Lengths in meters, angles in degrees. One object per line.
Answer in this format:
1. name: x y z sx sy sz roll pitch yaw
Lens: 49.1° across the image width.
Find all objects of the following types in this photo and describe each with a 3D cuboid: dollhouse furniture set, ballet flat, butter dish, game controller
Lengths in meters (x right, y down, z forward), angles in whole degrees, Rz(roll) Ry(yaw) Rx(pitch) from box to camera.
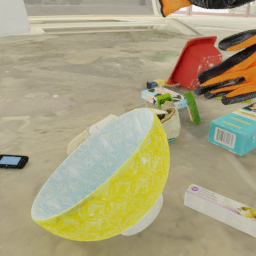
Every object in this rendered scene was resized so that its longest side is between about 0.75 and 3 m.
1. dollhouse furniture set: 0.951 -0.324 8.249 2.143 0.828 1.071 -18 33 6
2. ballet flat: -0.077 -0.004 6.899 2.990 0.932 1.008 -11 29 -21
3. butter dish: 2.870 -2.282 10.818 2.100 2.095 1.553 -20 57 -40
4. game controller: -2.625 0.749 6.248 0.775 0.163 0.404 2 26 6

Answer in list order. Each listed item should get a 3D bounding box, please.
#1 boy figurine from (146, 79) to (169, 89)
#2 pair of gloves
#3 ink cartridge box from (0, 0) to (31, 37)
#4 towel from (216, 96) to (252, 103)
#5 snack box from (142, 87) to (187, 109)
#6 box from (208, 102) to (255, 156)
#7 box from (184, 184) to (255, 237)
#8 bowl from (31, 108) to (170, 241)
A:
1. boy figurine: 1.216 -1.779 11.190 0.992 0.320 0.617 -14 29 -27
2. pair of gloves: 1.832 -1.774 4.443 2.370 2.660 0.329 -21 8 29
3. ink cartridge box: -2.392 -2.624 4.645 0.893 1.550 2.677 -17 38 -15
4. towel: 4.142 -1.612 10.927 1.207 0.253 2.806 10 28 17
5. snack box: 1.282 -1.033 9.705 0.905 0.289 1.559 -16 31 -29
6. box: 3.283 -0.080 7.437 2.399 0.590 0.987 -20 33 -34
7. box: 1.737 1.420 4.704 1.609 0.333 0.311 18 31 33
8. bowl: -0.180 0.899 4.370 2.339 1.259 2.339 -36 16 12
